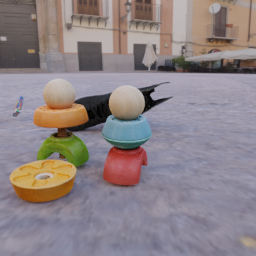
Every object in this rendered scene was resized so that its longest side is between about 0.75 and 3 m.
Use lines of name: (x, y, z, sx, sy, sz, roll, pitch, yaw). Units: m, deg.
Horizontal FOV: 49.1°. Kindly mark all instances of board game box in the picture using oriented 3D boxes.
board game box: (-3.472, -0.668, 8.847, 0.130, 0.512, 0.756, 17, -17, -28)

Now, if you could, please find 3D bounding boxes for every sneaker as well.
sneaker: (-0.351, -0.567, 7.312, 2.802, 0.842, 1.462, -20, 14, -18)

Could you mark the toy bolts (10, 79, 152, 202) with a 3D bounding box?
toy bolts: (-0.679, 0.056, 4.274, 2.059, 1.428, 1.966, 3, 17, 9)
